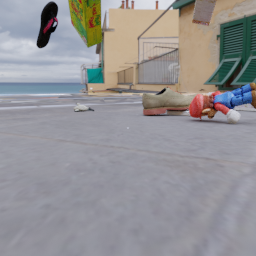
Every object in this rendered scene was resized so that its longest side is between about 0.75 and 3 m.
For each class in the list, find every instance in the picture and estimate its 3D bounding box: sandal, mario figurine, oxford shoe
[{"bbox_3d":[-1.883,-2.414,6.726,0.289,1.281,0.481,42,42,12],"label":"sandal"},{"bbox_3d":[3.131,-0.707,9.259,2.215,1.174,1.367,-12,2,27],"label":"mario figurine"},{"bbox_3d":[1.892,-1.207,11.327,2.757,1.031,0.971,-11,8,-16],"label":"oxford shoe"}]

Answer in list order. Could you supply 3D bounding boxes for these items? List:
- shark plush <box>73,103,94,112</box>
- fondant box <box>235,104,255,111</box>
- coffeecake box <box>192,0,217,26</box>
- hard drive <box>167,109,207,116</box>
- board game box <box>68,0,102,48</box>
[{"bbox_3d":[-2.055,-0.914,12.992,0.976,0.443,0.407,-5,-22,-2],"label":"shark plush"},{"bbox_3d":[6.429,-1.121,13.270,1.542,0.622,2.137,-8,10,-41],"label":"fondant box"},{"bbox_3d":[2.295,-3.860,7.962,0.568,1.194,1.555,15,-5,9],"label":"coffeecake box"},{"bbox_3d":[2.460,-0.637,11.475,1.460,0.195,0.963,8,12,40],"label":"hard drive"},{"bbox_3d":[-1.378,-3.872,8.790,0.592,1.263,2.487,-28,-19,-15],"label":"board game box"}]
